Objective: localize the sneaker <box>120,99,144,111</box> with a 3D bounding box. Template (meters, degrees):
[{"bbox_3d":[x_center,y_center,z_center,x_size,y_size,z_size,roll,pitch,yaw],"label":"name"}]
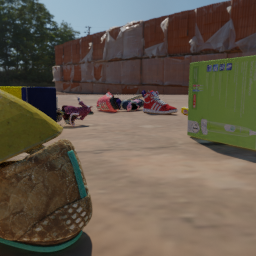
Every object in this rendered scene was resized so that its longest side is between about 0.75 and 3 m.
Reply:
[{"bbox_3d":[0.429,-1.202,15.423,0.764,0.653,1.862,28,27,36],"label":"sneaker"}]

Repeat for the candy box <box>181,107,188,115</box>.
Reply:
[{"bbox_3d":[3.309,-0.703,12.340,1.369,0.354,2.678,-3,8,-2],"label":"candy box"}]

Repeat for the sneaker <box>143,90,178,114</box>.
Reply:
[{"bbox_3d":[1.514,-1.250,13.485,1.969,1.107,0.701,8,11,42],"label":"sneaker"}]

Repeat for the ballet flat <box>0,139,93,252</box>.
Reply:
[{"bbox_3d":[-1.707,0.386,2.713,2.958,0.966,1.043,2,6,14],"label":"ballet flat"}]

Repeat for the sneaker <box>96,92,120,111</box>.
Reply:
[{"bbox_3d":[-1.145,-1.229,15.130,1.094,0.930,2.523,-27,16,-3],"label":"sneaker"}]

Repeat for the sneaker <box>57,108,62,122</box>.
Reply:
[{"bbox_3d":[-2.757,-0.469,9.871,0.978,0.515,1.354,-11,18,0],"label":"sneaker"}]

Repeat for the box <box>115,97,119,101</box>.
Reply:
[{"bbox_3d":[-1.003,-1.493,16.731,0.894,0.662,0.466,-3,8,-24],"label":"box"}]

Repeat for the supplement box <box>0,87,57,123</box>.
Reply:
[{"bbox_3d":[-3.385,-0.549,8.063,2.342,1.283,1.275,4,8,22],"label":"supplement box"}]

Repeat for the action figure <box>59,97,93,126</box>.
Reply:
[{"bbox_3d":[-1.639,-0.580,9.358,1.159,0.777,0.863,-19,22,-33],"label":"action figure"}]

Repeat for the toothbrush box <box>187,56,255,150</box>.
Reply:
[{"bbox_3d":[2.604,-0.593,6.291,1.110,1.878,2.579,-4,9,-28],"label":"toothbrush box"}]

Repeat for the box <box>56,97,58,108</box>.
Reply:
[{"bbox_3d":[-3.863,-0.906,12.017,1.210,0.845,1.590,1,8,9],"label":"box"}]

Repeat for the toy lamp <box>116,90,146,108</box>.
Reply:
[{"bbox_3d":[0.106,-1.650,16.503,2.069,0.602,0.602,-23,12,-9],"label":"toy lamp"}]

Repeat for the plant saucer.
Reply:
[{"bbox_3d":[-2.315,0.235,2.171,2.608,0.632,2.607,-5,16,37],"label":"plant saucer"}]

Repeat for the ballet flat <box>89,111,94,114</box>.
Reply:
[{"bbox_3d":[-2.068,-0.800,13.135,0.959,0.350,0.350,-2,8,-15],"label":"ballet flat"}]
